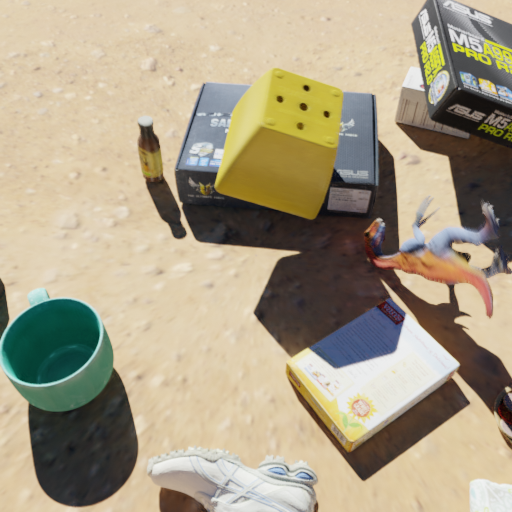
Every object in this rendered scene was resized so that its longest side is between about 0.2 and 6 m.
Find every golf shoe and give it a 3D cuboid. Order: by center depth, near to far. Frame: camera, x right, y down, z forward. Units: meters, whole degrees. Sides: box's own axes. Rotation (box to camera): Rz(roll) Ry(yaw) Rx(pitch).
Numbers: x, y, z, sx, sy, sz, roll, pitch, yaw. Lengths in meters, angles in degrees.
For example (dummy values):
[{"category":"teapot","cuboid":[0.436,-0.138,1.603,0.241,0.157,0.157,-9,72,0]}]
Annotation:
[{"category":"golf shoe","cuboid":[-0.347,2.988,6.890,2.173,0.851,1.057,5,55,6]}]

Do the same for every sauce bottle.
[{"category":"sauce bottle","cuboid":[-2.047,-2.044,10.726,0.442,1.365,0.442,1,49,-1]}]

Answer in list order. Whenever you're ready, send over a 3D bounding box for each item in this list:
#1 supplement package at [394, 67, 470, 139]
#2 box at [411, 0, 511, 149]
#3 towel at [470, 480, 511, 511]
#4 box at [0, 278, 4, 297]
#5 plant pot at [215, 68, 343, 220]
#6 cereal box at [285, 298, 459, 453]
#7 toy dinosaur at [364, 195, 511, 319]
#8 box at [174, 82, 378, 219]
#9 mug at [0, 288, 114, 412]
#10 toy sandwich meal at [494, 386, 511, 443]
[{"category":"supplement package","cuboid":[3.981,-3.343,12.193,1.647,0.902,0.937,17,50,14]},{"category":"box","cuboid":[5.160,-3.513,11.362,3.855,0.853,3.088,15,54,-15]},{"category":"towel","cuboid":[3.527,3.645,6.547,1.942,0.467,1.662,8,47,7]},{"category":"box","cuboid":[-4.837,0.958,8.693,1.234,0.690,1.749,0,49,-3]},{"category":"plant pot","cuboid":[0.493,-1.882,8.903,1.766,1.558,1.767,15,64,-10]},{"category":"cereal box","cuboid":[1.692,1.666,8.242,2.085,0.412,1.500,-27,55,-21]},{"category":"toy dinosaur","cuboid":[2.585,-0.082,8.742,2.349,1.359,2.589,-15,17,38]},{"category":"box","cuboid":[0.503,-2.209,11.194,3.739,0.954,2.949,6,49,5]},{"category":"mug","cuboid":[-2.752,1.359,8.073,1.418,1.067,1.726,2,49,4]},{"category":"toy sandwich meal","cuboid":[3.937,2.216,7.780,1.185,0.406,1.185,0,49,0]}]
